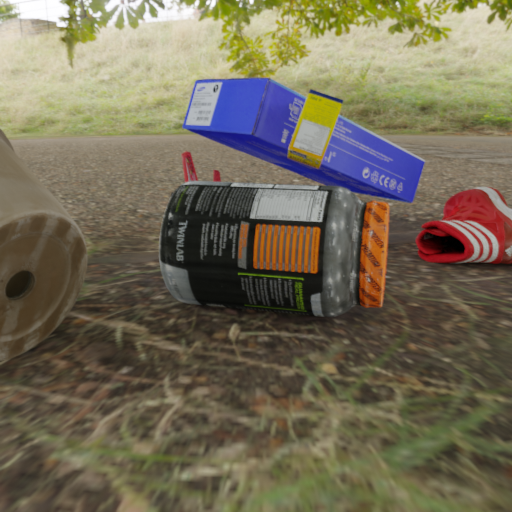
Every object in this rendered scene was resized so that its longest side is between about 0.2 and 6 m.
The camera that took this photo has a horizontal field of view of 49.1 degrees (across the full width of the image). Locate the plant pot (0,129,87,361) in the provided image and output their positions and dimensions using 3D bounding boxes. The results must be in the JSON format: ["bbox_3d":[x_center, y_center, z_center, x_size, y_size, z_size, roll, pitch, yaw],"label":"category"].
[{"bbox_3d":[-3.165,-0.182,5.838,2.399,2.765,2.765,25,25,24],"label":"plant pot"}]

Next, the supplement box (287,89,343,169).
[{"bbox_3d":[0.895,-1.928,8.578,0.543,0.997,0.546,20,-4,3],"label":"supplement box"}]

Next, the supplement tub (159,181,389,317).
[{"bbox_3d":[0.273,-0.092,6.814,2.569,1.574,1.574,5,16,14],"label":"supplement tub"}]

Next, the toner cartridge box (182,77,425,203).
[{"bbox_3d":[1.056,-2.113,10.710,4.483,0.968,2.129,13,5,-42],"label":"toner cartridge box"}]

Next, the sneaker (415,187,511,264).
[{"bbox_3d":[3.418,-0.592,9.652,1.616,1.096,2.798,0,14,-4],"label":"sneaker"}]

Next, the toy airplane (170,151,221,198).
[{"bbox_3d":[-0.924,-1.059,9.791,0.310,1.683,1.683,-1,11,39],"label":"toy airplane"}]
